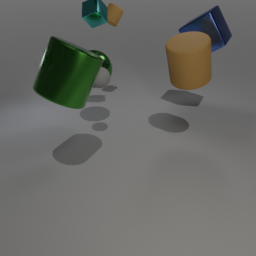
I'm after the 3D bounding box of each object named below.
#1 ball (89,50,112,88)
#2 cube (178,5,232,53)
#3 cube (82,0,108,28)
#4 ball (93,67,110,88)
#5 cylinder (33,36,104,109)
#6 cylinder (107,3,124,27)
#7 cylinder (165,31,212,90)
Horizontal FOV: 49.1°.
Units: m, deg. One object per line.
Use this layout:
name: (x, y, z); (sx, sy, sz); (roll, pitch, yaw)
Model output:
ball: (-1.289, -2.218, 10.541); (1.400, 1.400, 1.400); (0, 29, 0)
cube: (3.120, -3.804, 11.228); (1.400, 1.400, 1.400); (-20, 18, 39)
cube: (-1.221, -4.260, 10.336); (0.700, 0.700, 0.700); (-11, -20, 25)
ball: (-0.936, -1.680, 9.330); (0.700, 0.700, 0.700); (0, 29, 0)
cylinder: (-1.520, -1.399, 7.147); (1.400, 1.400, 1.400); (23, 14, -6)
cylinder: (-0.637, -4.775, 11.846); (0.700, 0.700, 0.700); (28, 7, -4)
cylinder: (2.010, -2.208, 9.204); (1.400, 1.400, 1.400); (-9, 41, 8)
